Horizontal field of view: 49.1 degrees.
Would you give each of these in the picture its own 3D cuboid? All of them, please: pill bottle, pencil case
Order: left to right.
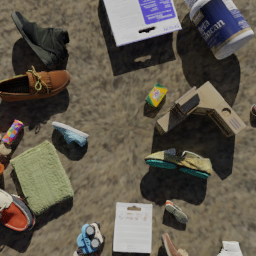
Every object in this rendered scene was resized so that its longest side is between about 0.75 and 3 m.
[{"bbox_3d":[-4.054,0.160,9.864,0.401,0.401,0.908,32,81,5],"label":"pencil case"},{"bbox_3d":[3.117,-3.899,9.960,1.449,1.449,2.609,-30,82,-5],"label":"pill bottle"}]

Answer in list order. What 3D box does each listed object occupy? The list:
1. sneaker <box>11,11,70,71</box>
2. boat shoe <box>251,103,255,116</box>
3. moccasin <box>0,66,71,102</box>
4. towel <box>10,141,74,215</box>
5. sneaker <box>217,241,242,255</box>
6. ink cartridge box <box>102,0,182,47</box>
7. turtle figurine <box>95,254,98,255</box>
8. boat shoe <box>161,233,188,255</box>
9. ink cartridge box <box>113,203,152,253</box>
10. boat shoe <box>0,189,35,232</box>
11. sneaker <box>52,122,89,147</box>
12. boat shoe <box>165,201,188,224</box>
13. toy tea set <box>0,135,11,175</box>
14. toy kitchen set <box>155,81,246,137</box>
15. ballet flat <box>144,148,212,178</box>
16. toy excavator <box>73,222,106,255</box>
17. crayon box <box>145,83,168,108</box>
[{"bbox_3d":[-3.071,-3.404,10.171,1.412,0.942,2.464,-40,86,-8],"label":"sneaker"},{"bbox_3d":[5.325,-0.768,9.916,1.809,0.566,0.644,-5,83,1],"label":"boat shoe"},{"bbox_3d":[-3.319,-1.572,9.816,2.592,1.000,0.948,-6,81,-1],"label":"moccasin"},{"bbox_3d":[-2.921,1.677,9.613,1.615,0.397,2.177,-27,81,-5],"label":"towel"},{"bbox_3d":[3.091,4.131,9.211,1.304,0.480,0.753,-10,79,-11],"label":"sneaker"},{"bbox_3d":[0.436,-4.369,10.481,2.507,0.549,2.531,-15,79,-2],"label":"ink cartridge box"},{"bbox_3d":[-0.911,4.570,9.212,0.848,0.273,0.684,43,91,-3],"label":"turtle figurine"},{"bbox_3d":[1.630,4.198,9.122,0.631,0.666,1.758,-25,91,-7],"label":"boat shoe"},{"bbox_3d":[0.180,3.335,9.393,1.262,0.443,1.552,3,73,0],"label":"ink cartridge box"},{"bbox_3d":[-4.416,2.435,9.222,2.986,0.934,1.063,37,81,4],"label":"boat shoe"},{"bbox_3d":[-2.099,0.232,9.788,1.387,0.513,0.568,23,85,8],"label":"sneaker"},{"bbox_3d":[1.652,2.834,9.457,0.963,0.301,0.343,39,107,-3],"label":"boat shoe"},{"bbox_3d":[-4.632,0.948,9.672,0.961,0.598,1.616,26,59,-29],"label":"toy tea set"},{"bbox_3d":[2.400,-0.185,9.173,2.246,1.832,2.026,-37,83,-5],"label":"toy kitchen set"},{"bbox_3d":[1.724,1.100,9.554,2.323,0.821,0.821,13,81,0],"label":"ballet flat"},{"bbox_3d":[-1.417,3.903,9.203,1.327,0.663,1.290,-25,80,9],"label":"toy excavator"},{"bbox_3d":[1.015,-1.177,10.105,0.469,0.230,0.789,35,83,-6],"label":"crayon box"}]
